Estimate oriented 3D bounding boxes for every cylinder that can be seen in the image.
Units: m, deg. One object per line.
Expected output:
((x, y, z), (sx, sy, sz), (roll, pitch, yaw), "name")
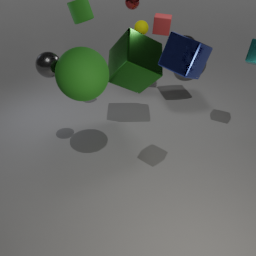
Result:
((-1.577, -3.925, 9.352), (0.700, 0.700, 0.700), (-15, 26, 8), "cylinder")
((2.476, -3.001, 12.057), (1.400, 1.400, 1.400), (-6, 52, -9), "cylinder")

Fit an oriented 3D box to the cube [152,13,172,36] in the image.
((1.433, -4.347, 11.750), (0.700, 0.700, 0.700), (9, 36, 5), "cube")

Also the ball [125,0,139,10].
((0.208, -6.122, 13.591), (0.700, 0.700, 0.700), (0, 32, 0), "ball")

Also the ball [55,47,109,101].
((-1.193, -1.401, 7.326), (1.400, 1.400, 1.400), (0, 32, 0), "ball")

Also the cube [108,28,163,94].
((0.233, -2.269, 9.701), (1.400, 1.400, 1.400), (17, 62, -28), "cube")

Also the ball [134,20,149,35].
((0.652, -4.875, 13.639), (0.700, 0.700, 0.700), (0, 32, 0), "ball")

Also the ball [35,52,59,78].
((-2.164, -1.722, 7.649), (0.700, 0.700, 0.700), (0, 32, 0), "ball")

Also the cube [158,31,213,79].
((1.170, -1.464, 5.714), (0.700, 0.700, 0.700), (33, 23, 27), "cube")

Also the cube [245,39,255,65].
((4.194, -2.367, 8.891), (0.700, 0.700, 0.700), (19, 14, 21), "cube")
